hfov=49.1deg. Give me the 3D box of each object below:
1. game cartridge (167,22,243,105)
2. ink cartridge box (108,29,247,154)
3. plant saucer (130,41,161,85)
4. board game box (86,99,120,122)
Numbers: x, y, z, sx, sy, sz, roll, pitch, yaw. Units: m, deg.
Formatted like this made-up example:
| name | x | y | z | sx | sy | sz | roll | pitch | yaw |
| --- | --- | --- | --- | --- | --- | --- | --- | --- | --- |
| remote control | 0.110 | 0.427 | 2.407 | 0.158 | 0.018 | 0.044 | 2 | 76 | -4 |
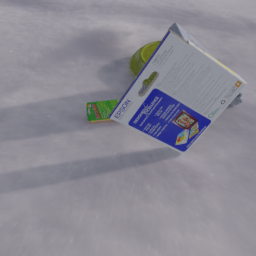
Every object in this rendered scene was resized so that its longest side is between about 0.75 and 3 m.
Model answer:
| name | x | y | z | sx | sy | sz | roll | pitch | yaw |
| --- | --- | --- | --- | --- | --- | --- | --- | --- | --- |
| game cartridge | 2.299 | -1.939 | 8.437 | 2.739 | 0.569 | 1.824 | 32 | 27 | -27 |
| ink cartridge box | 1.056 | -0.692 | 6.191 | 2.249 | 2.222 | 0.528 | 27 | 26 | -22 |
| plant saucer | 1.502 | -2.393 | 9.956 | 2.878 | 0.447 | 2.878 | 1 | 45 | -1 |
| board game box | -0.594 | -0.504 | 7.926 | 1.149 | 0.172 | 0.549 | -6 | 82 | -8 |
